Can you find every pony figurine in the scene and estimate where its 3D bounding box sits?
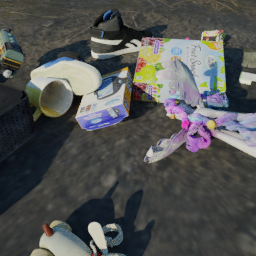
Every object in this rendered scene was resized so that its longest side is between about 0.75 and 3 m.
[{"bbox_3d":[1.685,-0.164,6.323,2.734,2.277,2.640,19,10,28],"label":"pony figurine"}]

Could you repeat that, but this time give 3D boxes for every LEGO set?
[{"bbox_3d":[3.462,-3.697,11.432,2.335,0.869,1.074,-23,44,-26],"label":"LEGO set"}]

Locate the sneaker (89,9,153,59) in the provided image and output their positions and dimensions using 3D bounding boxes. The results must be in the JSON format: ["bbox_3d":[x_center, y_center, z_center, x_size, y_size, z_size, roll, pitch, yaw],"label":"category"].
[{"bbox_3d":[-0.111,-3.855,10.978,2.989,1.672,1.092,-27,46,-30],"label":"sneaker"}]

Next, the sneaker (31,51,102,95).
[{"bbox_3d":[-1.565,-1.756,8.509,2.754,1.057,1.532,3,35,40],"label":"sneaker"}]

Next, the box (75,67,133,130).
[{"bbox_3d":[-0.611,-0.821,7.771,1.349,0.470,2.265,-16,33,16],"label":"box"}]

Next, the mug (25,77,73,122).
[{"bbox_3d":[-2.407,-0.911,7.818,1.094,1.067,1.332,22,37,37],"label":"mug"}]

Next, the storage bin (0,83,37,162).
[{"bbox_3d":[-3.606,0.028,6.468,1.698,1.177,2.511,19,41,22],"label":"storage bin"}]

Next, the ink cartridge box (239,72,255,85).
[{"bbox_3d":[4.148,-1.641,9.377,0.759,0.182,0.553,16,41,19],"label":"ink cartridge box"}]

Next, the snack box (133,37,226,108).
[{"bbox_3d":[1.583,-1.778,8.640,2.589,0.876,2.183,6,53,6],"label":"snack box"}]

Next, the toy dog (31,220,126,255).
[{"bbox_3d":[-0.788,1.858,4.455,1.588,0.765,1.047,-3,38,-4],"label":"toy dog"}]

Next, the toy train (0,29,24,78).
[{"bbox_3d":[-3.855,-2.398,8.904,0.787,1.053,1.847,16,33,-43],"label":"toy train"}]

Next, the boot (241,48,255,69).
[{"bbox_3d":[3.424,-1.829,7.415,0.270,0.520,0.796,-18,26,-37],"label":"boot"}]
